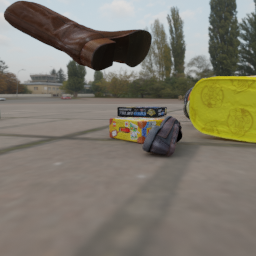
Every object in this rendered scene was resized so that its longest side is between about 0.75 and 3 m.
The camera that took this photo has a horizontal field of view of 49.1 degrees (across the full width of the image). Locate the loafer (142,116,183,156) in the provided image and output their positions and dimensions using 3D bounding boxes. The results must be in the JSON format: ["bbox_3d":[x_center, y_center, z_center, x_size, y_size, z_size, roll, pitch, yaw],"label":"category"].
[{"bbox_3d":[0.640,0.158,4.382,0.444,0.507,1.409,25,19,16],"label":"loafer"}]

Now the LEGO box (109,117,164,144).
[{"bbox_3d":[0.235,0.016,5.548,0.780,0.404,1.048,-4,7,-37],"label":"LEGO box"}]

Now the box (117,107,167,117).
[{"bbox_3d":[0.711,-0.780,13.220,1.924,0.478,1.910,3,7,20],"label":"box"}]

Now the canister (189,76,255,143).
[{"bbox_3d":[2.813,-0.562,6.046,1.973,1.150,2.657,9,16,39],"label":"canister"}]

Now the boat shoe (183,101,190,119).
[{"bbox_3d":[2.703,-0.543,8.997,2.797,1.024,0.907,-3,-7,-36],"label":"boat shoe"}]

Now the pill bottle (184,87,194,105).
[{"bbox_3d":[3.439,-1.138,11.801,1.438,1.438,2.707,-1,6,-7],"label":"pill bottle"}]

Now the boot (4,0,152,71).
[{"bbox_3d":[-0.915,-1.927,5.559,2.325,0.747,2.167,29,29,23],"label":"boot"}]
